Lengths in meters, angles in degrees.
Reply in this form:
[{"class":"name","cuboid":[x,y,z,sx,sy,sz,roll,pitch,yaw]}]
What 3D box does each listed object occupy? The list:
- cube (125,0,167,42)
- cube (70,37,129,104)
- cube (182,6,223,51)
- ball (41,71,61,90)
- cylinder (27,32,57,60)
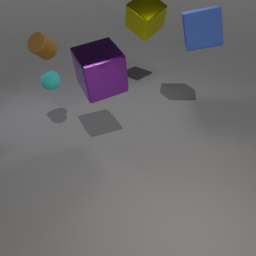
[{"class":"cube","cuboid":[0.840,-5.378,13.491,1.400,1.400,1.400,-42,75,-17]},{"class":"cube","cuboid":[-0.926,-1.914,9.234,1.400,1.400,1.400,-21,46,-14]},{"class":"cube","cuboid":[2.953,-4.002,11.218,1.400,1.400,1.400,-7,23,12]},{"class":"ball","cuboid":[-2.773,-1.708,10.066,0.700,0.700,0.700,0,32,0]},{"class":"cylinder","cuboid":[-2.840,-2.711,9.303,0.700,0.700,0.700,14,-3,22]}]
